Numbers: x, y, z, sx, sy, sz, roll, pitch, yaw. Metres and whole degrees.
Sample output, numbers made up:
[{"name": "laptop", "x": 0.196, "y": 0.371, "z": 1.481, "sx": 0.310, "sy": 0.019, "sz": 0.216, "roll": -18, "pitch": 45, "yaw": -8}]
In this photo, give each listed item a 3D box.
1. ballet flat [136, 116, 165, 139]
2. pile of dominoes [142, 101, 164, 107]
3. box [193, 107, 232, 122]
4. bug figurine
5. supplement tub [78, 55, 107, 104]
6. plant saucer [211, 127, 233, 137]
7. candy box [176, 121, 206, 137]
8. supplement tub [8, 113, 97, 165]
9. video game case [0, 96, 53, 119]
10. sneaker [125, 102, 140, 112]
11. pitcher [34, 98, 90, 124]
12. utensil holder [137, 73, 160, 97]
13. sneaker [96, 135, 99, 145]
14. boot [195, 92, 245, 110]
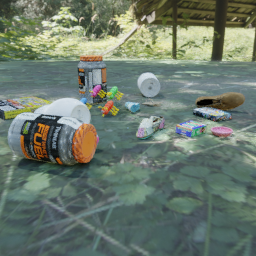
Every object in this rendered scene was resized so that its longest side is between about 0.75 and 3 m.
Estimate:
[{"name": "ballet flat", "x": 0.829, "y": -0.104, "z": 10.277, "sx": 0.594, "sy": 0.612, "sz": 1.720, "roll": 9, "pitch": 20, "yaw": 35}, {"name": "pile of dominoes", "x": 1.288, "y": -1.254, "z": 14.851, "sx": 0.843, "sy": 0.172, "sz": 1.082, "roll": -11, "pitch": 13, "yaw": -30}, {"name": "box", "x": 3.747, "y": -0.628, "z": 12.503, "sx": 0.966, "sy": 0.267, "sz": 1.415, "roll": -9, "pitch": 20, "yaw": -27}, {"name": "bug figurine", "x": -1.387, "y": -1.327, "z": 13.260, "sx": 2.378, "sy": 0.612, "sz": 1.844, "roll": 9, "pitch": 53, "yaw": 33}, {"name": "supplement tub", "x": -1.921, "y": -2.634, "z": 15.160, "sx": 1.529, "sy": 2.496, "sz": 1.529, "roll": 0, "pitch": 17, "yaw": 0}, {"name": "plant saucer", "x": 3.405, "y": 0.141, "z": 10.199, "sx": 0.771, "sy": 0.195, "sz": 0.771, "roll": 0, "pitch": 17, "yaw": 0}, {"name": "candy box", "x": 2.320, "y": 0.026, "z": 10.326, "sx": 0.869, "sy": 0.335, "sz": 0.734, "roll": -15, "pitch": 24, "yaw": -37}, {"name": "supplement tub", "x": -2.061, "y": 0.303, "z": 7.807, "sx": 2.170, "sy": 1.329, "sz": 1.329, "roll": 6, "pitch": 18, "yaw": 18}, {"name": "video game case", "x": -5.278, "y": -1.070, "z": 13.756, "sx": 2.610, "sy": 0.368, "sz": 2.889, "roll": -15, "pitch": 22, "yaw": -39}, {"name": "sneaker", "x": 0.068, "y": -1.013, "z": 13.513, "sx": 0.696, "sy": 0.424, "sz": 1.067, "roll": 10, "pitch": 11, "yaw": 23}, {"name": "pitcher", "x": -2.609, "y": -0.319, "z": 9.994, "sx": 2.212, "sy": 1.341, "sz": 1.898, "roll": 3, "pitch": 19, "yaw": 40}, {"name": "utensil holder", "x": 1.281, "y": -2.638, "z": 17.265, "sx": 1.305, "sy": 1.305, "sz": 1.536, "roll": -1, "pitch": 20, "yaw": -2}, {"name": "sneaker", "x": -1.734, "y": 0.250, "z": 9.001, "sx": 1.746, "sy": 0.710, "sz": 0.770, "roll": 5, "pitch": 20, "yaw": 13}, {"name": "boot", "x": 4.381, "y": -1.226, "z": 13.359, "sx": 2.286, "sy": 0.841, "sz": 0.863, "roll": -5, "pitch": 5, "yaw": 17}]
